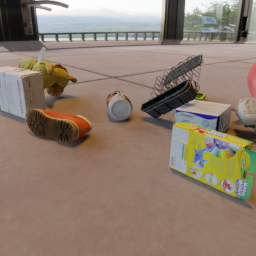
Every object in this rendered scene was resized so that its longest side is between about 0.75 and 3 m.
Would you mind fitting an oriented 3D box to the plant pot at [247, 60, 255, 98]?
[{"bbox_3d":[5.564,-1.321,9.615,2.677,2.677,2.369,7,33,18],"label":"plant pot"}]

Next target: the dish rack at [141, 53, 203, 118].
[{"bbox_3d":[1.724,-1.712,10.328,2.158,0.768,2.814,-25,33,42],"label":"dish rack"}]

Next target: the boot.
[{"bbox_3d":[-2.187,-0.137,8.800,2.180,0.818,1.169,17,20,25],"label":"boot"}]

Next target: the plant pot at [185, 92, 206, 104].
[{"bbox_3d":[2.453,-0.908,10.618,0.828,0.751,0.824,10,23,23],"label":"plant pot"}]

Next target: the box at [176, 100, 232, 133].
[{"bbox_3d":[2.453,-0.323,9.081,1.363,0.777,1.482,13,24,33],"label":"box"}]

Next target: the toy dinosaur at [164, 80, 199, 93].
[{"bbox_3d":[2.418,-1.678,12.568,1.324,0.838,1.953,22,36,31],"label":"toy dinosaur"}]

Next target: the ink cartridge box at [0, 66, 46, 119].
[{"bbox_3d":[-4.214,-1.403,10.691,2.212,1.602,0.929,16,26,34],"label":"ink cartridge box"}]

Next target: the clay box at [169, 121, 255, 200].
[{"bbox_3d":[1.853,0.655,6.153,1.982,1.139,0.472,21,28,41],"label":"clay box"}]

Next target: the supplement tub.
[{"bbox_3d":[-0.351,-0.894,10.443,0.855,0.855,1.396,-3,21,-9],"label":"supplement tub"}]

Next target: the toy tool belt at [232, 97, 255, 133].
[{"bbox_3d":[4.269,-0.345,8.699,1.818,1.117,1.135,4,61,8],"label":"toy tool belt"}]

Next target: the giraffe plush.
[{"bbox_3d":[-3.553,-2.197,12.546,2.131,2.470,2.003,50,20,26],"label":"giraffe plush"}]
